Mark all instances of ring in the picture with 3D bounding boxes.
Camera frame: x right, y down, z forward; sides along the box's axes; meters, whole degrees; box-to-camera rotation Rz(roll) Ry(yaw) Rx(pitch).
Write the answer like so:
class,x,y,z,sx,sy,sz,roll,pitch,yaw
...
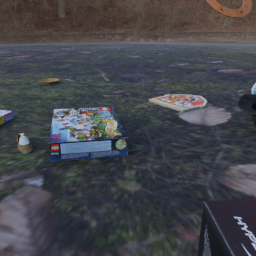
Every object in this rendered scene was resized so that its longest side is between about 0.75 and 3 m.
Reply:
class,x,y,z,sx,sy,sz,roll,pitch,yaw
ring,3.253,-4.308,9.226,1.783,1.783,0.171,-6,-20,-16

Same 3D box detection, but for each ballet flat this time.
class,x,y,z,sx,sy,sz,roll,pitch,yaw
ballet flat,-2.691,0.336,7.223,0.335,0.357,0.988,-10,23,-24

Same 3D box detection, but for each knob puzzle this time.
class,x,y,z,sx,sy,sz,roll,pitch,yaw
knob puzzle,2.241,-1.184,11.307,2.321,0.322,2.321,0,20,0

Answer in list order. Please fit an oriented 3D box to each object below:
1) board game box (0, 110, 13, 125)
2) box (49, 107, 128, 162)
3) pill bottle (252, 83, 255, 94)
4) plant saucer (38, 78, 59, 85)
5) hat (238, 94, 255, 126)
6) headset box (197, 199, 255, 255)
class,x,y,z,sx,sy,sz,roll,pitch,yaw
board game box,-4.507,-0.269,8.945,1.012,0.267,1.322,6,21,15
box,-1.159,0.046,7.773,1.839,0.507,2.692,-4,21,-11
pill bottle,5.668,-1.401,11.249,0.756,0.756,1.364,-4,20,-9
plant saucer,-4.202,-2.464,14.878,1.081,0.191,1.081,0,21,0
hat,4.300,-0.406,8.527,1.920,0.775,1.920,-1,33,1
headset box,1.806,1.479,2.074,2.483,1.845,0.931,-1,22,-5
